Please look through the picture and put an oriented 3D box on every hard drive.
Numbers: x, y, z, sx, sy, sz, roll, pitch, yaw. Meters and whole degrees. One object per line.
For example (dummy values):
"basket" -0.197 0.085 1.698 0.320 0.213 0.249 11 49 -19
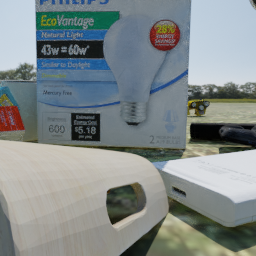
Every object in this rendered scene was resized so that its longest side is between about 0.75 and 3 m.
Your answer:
"hard drive" 1.210 0.460 2.713 1.796 0.236 1.185 -3 7 -27

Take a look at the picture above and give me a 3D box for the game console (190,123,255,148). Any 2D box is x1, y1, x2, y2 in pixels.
"game console" 1.948 0.111 5.047 1.713 0.350 2.905 2 3 16

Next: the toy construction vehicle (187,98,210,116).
"toy construction vehicle" 2.140 -1.025 13.959 2.929 1.031 2.550 -4 18 -14

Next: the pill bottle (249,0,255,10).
"pill bottle" 3.960 -3.719 7.214 0.843 0.843 1.475 -4 -4 -34

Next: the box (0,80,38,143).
"box" -2.601 -0.370 5.866 1.887 1.207 1.028 5 8 39

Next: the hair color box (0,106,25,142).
"hair color box" -1.929 0.145 3.124 1.324 0.423 0.734 -6 -35 -39

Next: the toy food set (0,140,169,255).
"toy food set" -1.020 0.420 1.853 2.326 0.703 1.669 4 -5 22

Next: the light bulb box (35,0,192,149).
"light bulb box" -0.203 -1.095 5.450 2.689 2.713 1.693 1 6 6

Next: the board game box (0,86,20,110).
"board game box" -2.886 -0.135 4.510 1.892 0.444 1.428 6 37 39
